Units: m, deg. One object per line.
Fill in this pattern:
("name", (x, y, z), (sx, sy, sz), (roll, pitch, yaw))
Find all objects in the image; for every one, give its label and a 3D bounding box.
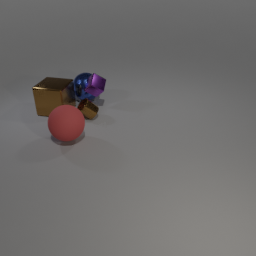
("ball", (-2.364, -0.187, 10.766), (1.400, 1.400, 1.400), (0, 31, 0))
("ball", (-2.098, -2.086, 14.102), (1.400, 1.400, 1.400), (0, 31, 0))
("cube", (-3.381, -1.438, 13.029), (1.400, 1.400, 1.400), (7, 32, 11))
("cube", (-1.529, -1.999, 13.094), (0.700, 0.700, 0.700), (24, 60, -28))
("cylinder", (-1.783, -0.857, 12.486), (0.700, 0.700, 0.700), (-31, 39, 29))
